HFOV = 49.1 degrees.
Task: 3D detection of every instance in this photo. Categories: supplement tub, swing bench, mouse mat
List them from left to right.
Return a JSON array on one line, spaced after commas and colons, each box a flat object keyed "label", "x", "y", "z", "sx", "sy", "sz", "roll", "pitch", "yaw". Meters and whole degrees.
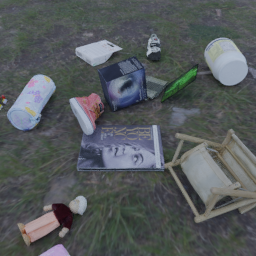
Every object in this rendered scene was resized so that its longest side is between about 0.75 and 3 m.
[{"label": "mouse mat", "x": 2.215, "y": -1.923, "z": 12.060, "sx": 0.072, "sy": 1.901, "sz": 1.530, "roll": 44, "pitch": 38, "yaw": -17}, {"label": "swing bench", "x": 2.678, "y": 1.331, "z": 8.428, "sx": 2.267, "sy": 1.471, "sz": 2.255, "roll": -3, "pitch": 40, "yaw": -21}, {"label": "supplement tub", "x": 4.659, "y": -3.172, "z": 13.377, "sx": 1.560, "sy": 1.560, "sz": 2.151, "roll": -2, "pitch": 42, "yaw": -3}]

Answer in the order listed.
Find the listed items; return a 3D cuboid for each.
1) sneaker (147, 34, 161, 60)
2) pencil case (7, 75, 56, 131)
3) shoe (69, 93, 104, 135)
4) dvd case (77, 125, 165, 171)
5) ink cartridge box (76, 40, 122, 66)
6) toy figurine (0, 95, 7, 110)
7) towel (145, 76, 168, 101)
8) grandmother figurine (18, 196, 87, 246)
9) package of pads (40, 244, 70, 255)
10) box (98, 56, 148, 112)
[{"label": "sneaker", "x": 1.400, "y": -4.461, "z": 15.337, "sx": 0.765, "sy": 0.914, "sz": 2.066, "roll": -1, "pitch": 43, "yaw": -3}, {"label": "pencil case", "x": -3.842, "y": -1.103, "z": 11.395, "sx": 1.197, "sy": 1.097, "sz": 2.638, "roll": -10, "pitch": 39, "yaw": 14}, {"label": "shoe", "x": -1.434, "y": -0.657, "z": 10.864, "sx": 1.149, "sy": 0.903, "sz": 2.527, "roll": -20, "pitch": 32, "yaw": -15}, {"label": "dvd case", "x": -0.232, "y": 0.658, "z": 10.093, "sx": 2.930, "sy": 0.234, "sz": 2.178, "roll": 0, "pitch": 41, "yaw": 0}, {"label": "ink cartridge box", "x": -1.572, "y": -4.150, "z": 15.347, "sx": 2.026, "sy": 0.507, "sz": 1.630, "roll": -26, "pitch": 48, "yaw": -32}, {"label": "toy figurine", "x": -5.818, "y": -1.157, "z": 11.565, "sx": 0.865, "sy": 0.982, "sz": 1.640, "roll": 7, "pitch": 42, "yaw": 8}, {"label": "towel", "x": 0.785, "y": -1.912, "z": 13.001, "sx": 1.708, "sy": 0.295, "sz": 1.645, "roll": 21, "pitch": 43, "yaw": 25}, {"label": "grandmother figurine", "x": -1.986, "y": 2.517, "z": 7.798, "sx": 1.896, "sy": 0.574, "sz": 1.150, "roll": -27, "pitch": 57, "yaw": -23}, {"label": "package of pads", "x": -2.211, "y": 3.710, "z": 5.605, "sx": 2.743, "sy": 1.652, "sz": 1.038, "roll": -27, "pitch": 48, "yaw": -27}, {"label": "box", "x": -0.177, "y": -1.775, "z": 11.526, "sx": 1.672, "sy": 1.685, "sz": 1.038, "roll": -22, "pitch": 50, "yaw": -10}]
